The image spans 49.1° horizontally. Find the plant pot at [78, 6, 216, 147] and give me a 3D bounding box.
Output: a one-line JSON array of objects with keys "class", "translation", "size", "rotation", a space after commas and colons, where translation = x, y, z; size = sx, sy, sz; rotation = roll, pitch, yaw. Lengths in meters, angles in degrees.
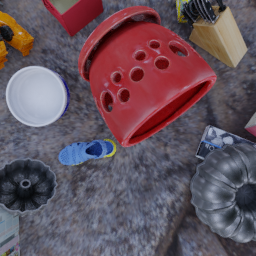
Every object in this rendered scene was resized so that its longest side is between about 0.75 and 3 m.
[{"class": "plant pot", "translation": [0.302, -1.318, 7.240], "size": [2.901, 2.901, 2.642], "rotation": [-37, 78, -4]}]

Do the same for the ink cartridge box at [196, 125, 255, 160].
[{"class": "ink cartridge box", "translation": [3.102, 0.742, 8.207], "size": [2.001, 0.392, 0.995], "rotation": [21, 83, 1]}]

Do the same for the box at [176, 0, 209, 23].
[{"class": "box", "translation": [1.989, -3.829, 8.635], "size": [0.897, 0.568, 0.931], "rotation": [-3, 83, 0]}]

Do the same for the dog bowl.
[{"class": "dog bowl", "translation": [-2.546, -0.903, 8.053], "size": [1.676, 0.660, 1.676], "rotation": [0, 98, 2]}]

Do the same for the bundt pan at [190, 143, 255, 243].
[{"class": "bundt pan", "translation": [3.163, 1.800, 7.550], "size": [2.783, 1.044, 2.783], "rotation": [0, 91, -1]}]

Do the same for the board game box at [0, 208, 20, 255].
[{"class": "board game box", "translation": [-3.412, 3.211, 7.342], "size": [0.660, 1.515, 2.054], "rotation": [-4, 83, 0]}]

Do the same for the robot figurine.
[{"class": "robot figurine", "translation": [-4.325, -3.016, 8.142], "size": [2.844, 0.828, 2.062], "rotation": [38, 48, 5]}]

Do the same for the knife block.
[{"class": "knife block", "translation": [2.528, -2.857, 7.804], "size": [2.277, 1.999, 0.729], "rotation": [36, 86, 4]}]

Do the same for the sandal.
[{"class": "sandal", "translation": [-1.194, 0.659, 8.045], "size": [1.683, 0.733, 0.669], "rotation": [-16, 85, 0]}]

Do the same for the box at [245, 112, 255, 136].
[{"class": "box", "translation": [4.646, 0.049, 7.913], "size": [2.010, 1.095, 1.285], "rotation": [37, 85, 4]}]

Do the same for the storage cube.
[{"class": "storage cube", "translation": [-1.704, -3.830, 8.219], "size": [1.565, 1.407, 1.338], "rotation": [-41, 85, -4]}]

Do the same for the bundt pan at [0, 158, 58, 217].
[{"class": "bundt pan", "translation": [-2.822, 1.670, 7.682], "size": [1.673, 0.628, 1.673], "rotation": [12, 47, -13]}]
